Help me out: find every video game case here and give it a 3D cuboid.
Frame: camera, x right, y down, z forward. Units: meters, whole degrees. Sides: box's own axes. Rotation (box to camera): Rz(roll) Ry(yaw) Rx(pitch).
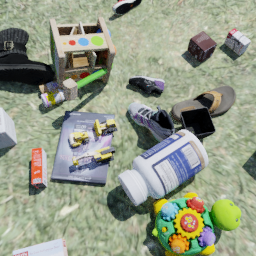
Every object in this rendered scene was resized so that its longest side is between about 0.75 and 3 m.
[{"bbox_3d":[-1.584,0.646,10.240,1.920,0.255,2.688,5,64,2],"label":"video game case"}]

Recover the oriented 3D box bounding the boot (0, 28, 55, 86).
[{"bbox_3d":[-4.241,-2.994,11.477,2.891,1.088,2.161,7,65,4],"label":"boot"}]

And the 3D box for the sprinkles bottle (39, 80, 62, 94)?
[{"bbox_3d":[-2.923,-1.695,11.249,1.192,0.407,0.407,-22,67,-9],"label":"sprinkles bottle"}]

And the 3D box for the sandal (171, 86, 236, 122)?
[{"bbox_3d":[2.958,-1.004,10.736,2.700,0.737,1.103,-15,66,-7],"label":"sandal"}]

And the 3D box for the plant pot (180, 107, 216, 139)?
[{"bbox_3d":[2.445,-0.045,10.200,1.014,0.901,1.016,-10,66,-5],"label":"plant pot"}]

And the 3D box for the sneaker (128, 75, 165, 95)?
[{"bbox_3d":[0.720,-1.678,11.188,1.462,0.554,0.640,6,70,3],"label":"sneaker"}]

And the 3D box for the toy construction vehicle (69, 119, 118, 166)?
[{"bbox_3d":[-1.161,0.447,9.835,1.794,0.632,1.562,-13,64,-6],"label":"toy construction vehicle"}]

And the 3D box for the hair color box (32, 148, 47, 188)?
[{"bbox_3d":[-3.060,1.383,9.671,0.383,0.635,1.251,-8,64,-4],"label":"hair color box"}]

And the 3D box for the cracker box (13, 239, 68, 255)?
[{"bbox_3d":[-2.439,4.554,8.168,1.485,0.639,2.217,-12,66,-6],"label":"cracker box"}]

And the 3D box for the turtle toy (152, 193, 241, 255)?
[{"bbox_3d":[2.057,2.884,8.548,2.713,1.371,1.977,-12,65,-6],"label":"turtle toy"}]

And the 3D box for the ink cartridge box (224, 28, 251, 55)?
[{"bbox_3d":[4.686,-3.694,12.035,0.388,0.688,0.937,-34,68,-16],"label":"ink cartridge box"}]

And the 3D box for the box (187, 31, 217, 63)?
[{"bbox_3d":[3.134,-3.454,11.890,0.739,0.747,0.900,-33,69,-14],"label":"box"}]

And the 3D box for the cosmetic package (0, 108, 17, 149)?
[{"bbox_3d":[-4.691,0.072,9.975,0.993,1.194,1.000,-16,66,-7],"label":"cosmetic package"}]

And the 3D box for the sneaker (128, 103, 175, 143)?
[{"bbox_3d":[0.889,-0.470,10.063,2.141,1.498,0.832,38,70,16],"label":"sneaker"}]

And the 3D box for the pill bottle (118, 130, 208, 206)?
[{"bbox_3d":[1.116,1.340,9.196,2.734,1.517,1.517,-30,68,-13],"label":"pill bottle"}]

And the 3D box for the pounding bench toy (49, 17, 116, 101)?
[{"bbox_3d":[-1.552,-2.454,10.637,2.282,1.818,2.926,-10,64,-19],"label":"pounding bench toy"}]

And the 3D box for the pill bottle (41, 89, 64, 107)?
[{"bbox_3d":[-2.842,-1.213,10.925,0.988,0.515,0.515,-25,67,-22],"label":"pill bottle"}]

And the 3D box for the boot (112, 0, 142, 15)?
[{"bbox_3d":[-0.324,-6.052,13.223,1.679,0.608,1.211,-36,69,-24],"label":"boot"}]
